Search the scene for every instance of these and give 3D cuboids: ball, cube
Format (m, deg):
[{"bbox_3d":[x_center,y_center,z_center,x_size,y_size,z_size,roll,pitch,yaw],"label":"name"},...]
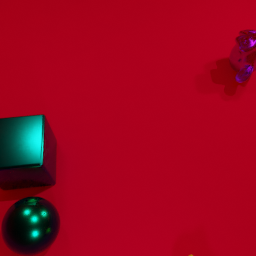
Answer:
[{"bbox_3d":[-1.962,1.980,5.707,1.145,1.145,1.145,0,60,0],"label":"ball"},{"bbox_3d":[-2.418,0.583,6.460,1.269,1.269,1.269,-6,60,-3],"label":"cube"}]

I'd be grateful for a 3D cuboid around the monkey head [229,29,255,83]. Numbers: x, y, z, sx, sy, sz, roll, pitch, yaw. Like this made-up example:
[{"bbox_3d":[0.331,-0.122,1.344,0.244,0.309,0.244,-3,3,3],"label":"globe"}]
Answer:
[{"bbox_3d":[3.656,-2.133,8.007,1.407,1.178,1.956,12,47,31],"label":"monkey head"}]
